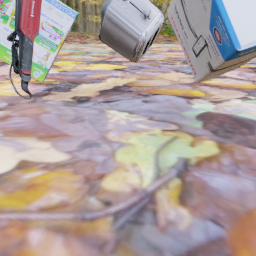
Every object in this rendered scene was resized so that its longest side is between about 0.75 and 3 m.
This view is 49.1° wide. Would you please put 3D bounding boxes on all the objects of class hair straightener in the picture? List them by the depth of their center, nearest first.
[{"bbox_3d":[-2.398,-1.948,6.494,0.520,2.541,0.978,-7,14,-42],"label":"hair straightener"}]

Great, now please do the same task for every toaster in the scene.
[{"bbox_3d":[0.059,-3.628,10.267,1.846,1.624,2.859,38,-17,0],"label":"toaster"}]

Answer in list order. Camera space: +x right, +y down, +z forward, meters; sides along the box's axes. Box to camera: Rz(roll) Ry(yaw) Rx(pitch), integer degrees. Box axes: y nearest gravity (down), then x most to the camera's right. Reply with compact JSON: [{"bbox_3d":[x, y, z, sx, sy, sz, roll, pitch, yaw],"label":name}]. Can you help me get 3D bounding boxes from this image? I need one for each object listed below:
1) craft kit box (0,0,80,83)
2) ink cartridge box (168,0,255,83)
[{"bbox_3d":[-3.615,-3.511,9.767,2.862,2.827,0.694,30,18,-15],"label":"craft kit box"},{"bbox_3d":[1.948,-2.357,6.015,1.235,2.139,2.930,-22,-2,-1],"label":"ink cartridge box"}]
